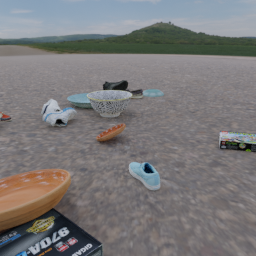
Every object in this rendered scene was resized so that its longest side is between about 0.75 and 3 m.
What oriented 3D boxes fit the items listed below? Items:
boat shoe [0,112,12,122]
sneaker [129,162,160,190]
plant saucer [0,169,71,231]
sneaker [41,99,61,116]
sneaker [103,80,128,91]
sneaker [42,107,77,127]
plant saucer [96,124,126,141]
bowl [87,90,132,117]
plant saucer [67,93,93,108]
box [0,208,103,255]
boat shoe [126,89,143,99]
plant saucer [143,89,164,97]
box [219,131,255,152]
[{"bbox_3d":[-5.760,-0.549,12.618,1.198,0.375,0.426,10,20,22],"label":"boat shoe"},{"bbox_3d":[0.457,1.117,7.535,0.502,0.556,1.357,-10,22,-29],"label":"sneaker"},{"bbox_3d":[-2.413,1.491,5.895,2.492,0.466,2.492,-12,9,2],"label":"plant saucer"},{"bbox_3d":[-3.544,-0.849,13.252,0.763,0.725,1.897,16,18,-8],"label":"sneaker"},{"bbox_3d":[-0.874,-2.769,18.378,1.169,0.780,2.040,20,32,31],"label":"sneaker"},{"bbox_3d":[-2.774,-0.374,11.997,0.758,0.656,1.750,38,32,22],"label":"sneaker"},{"bbox_3d":[-0.603,0.179,10.216,1.170,0.189,1.170,-25,11,5],"label":"plant saucer"},{"bbox_3d":[-0.854,-1.096,13.232,2.126,0.998,2.126,-1,19,0],"label":"bowl"},{"bbox_3d":[-2.118,-1.449,15.117,2.260,0.435,2.260,-1,20,0],"label":"plant saucer"},{"bbox_3d":[-1.622,2.196,4.575,1.545,0.447,1.944,17,25,40],"label":"box"},{"bbox_3d":[0.068,-2.020,16.562,1.719,0.557,0.618,-4,20,-11],"label":"boat shoe"},{"bbox_3d":[1.558,-2.247,17.665,1.454,0.280,1.454,-1,19,0],"label":"plant saucer"},{"bbox_3d":[4.135,0.486,9.705,1.851,0.321,1.019,5,20,15],"label":"box"}]
